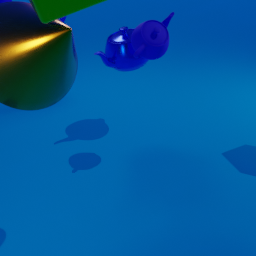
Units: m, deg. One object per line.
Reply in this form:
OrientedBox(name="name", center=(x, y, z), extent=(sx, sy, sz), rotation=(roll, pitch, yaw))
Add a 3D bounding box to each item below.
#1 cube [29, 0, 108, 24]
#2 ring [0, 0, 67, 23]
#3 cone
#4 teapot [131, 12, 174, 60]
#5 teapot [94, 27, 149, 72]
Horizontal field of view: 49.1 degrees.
OrientedBox(name="cube", center=(-0.474, -1.302, 1.929), extent=(0.704, 0.704, 0.704), rotation=(-25, 55, -10))
OrientedBox(name="ring", center=(-2.820, -3.833, 8.417), extent=(2.074, 2.074, 0.415), rotation=(-12, 23, -19))
OrientedBox(name="cone", center=(-0.766, -0.760, 2.592), extent=(1.170, 1.170, 1.174), rotation=(-22, 14, -32))
OrientedBox(name="teapot", center=(0.476, -1.724, 5.283), extent=(0.747, 0.588, 1.201), rotation=(40, 71, -3))
OrientedBox(name="teapot", center=(-0.068, -1.971, 6.864), extent=(1.201, 0.946, 1.932), rotation=(24, 52, 37))
